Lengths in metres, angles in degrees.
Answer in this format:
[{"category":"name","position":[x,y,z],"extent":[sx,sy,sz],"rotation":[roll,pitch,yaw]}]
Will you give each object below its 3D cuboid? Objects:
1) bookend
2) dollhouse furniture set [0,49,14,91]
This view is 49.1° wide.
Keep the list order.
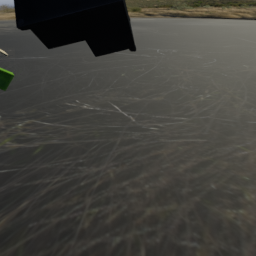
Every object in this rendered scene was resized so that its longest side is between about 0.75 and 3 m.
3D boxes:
[{"category":"bookend","position":[-1.211,-2.829,7.475],"extent":[2.498,1.158,2.514],"rotation":[-12,-12,7]},{"category":"dollhouse furniture set","position":[-3.724,-1.761,7.346],"extent":[1.973,0.986,0.762],"rotation":[40,10,38]}]
